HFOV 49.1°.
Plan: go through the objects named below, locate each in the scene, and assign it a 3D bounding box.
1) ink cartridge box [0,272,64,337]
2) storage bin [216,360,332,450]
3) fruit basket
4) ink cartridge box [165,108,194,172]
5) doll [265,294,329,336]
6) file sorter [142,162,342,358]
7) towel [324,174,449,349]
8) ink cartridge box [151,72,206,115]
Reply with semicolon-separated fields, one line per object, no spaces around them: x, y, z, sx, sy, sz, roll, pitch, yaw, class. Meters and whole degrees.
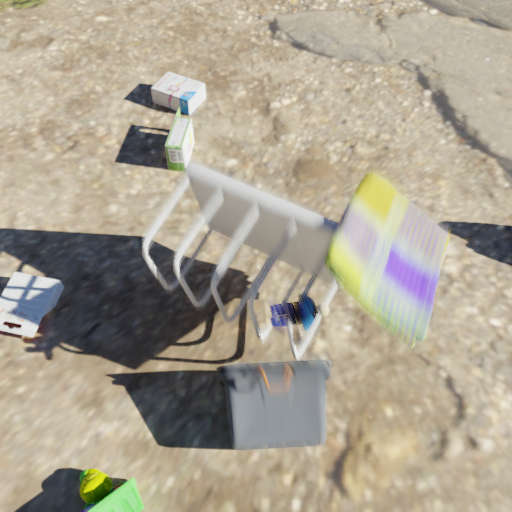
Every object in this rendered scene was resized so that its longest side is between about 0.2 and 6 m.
-4.117;0.895;10.016;0.931;0.275;1.163;11;59;8;ink cartridge box
0.303;2.242;8.360;1.737;1.264;1.167;-3;68;-2;storage bin
-2.146;3.368;7.814;1.028;0.741;1.028;5;65;-10;fruit basket
-1.651;-2.598;12.452;0.401;0.701;1.351;6;52;4;ink cartridge box
0.540;0.767;7.315;0.831;0.201;0.567;-10;63;15;doll
-0.158;0.120;8.829;2.718;1.886;1.693;25;69;19;file sorter
1.921;-0.085;7.889;1.777;0.282;2.474;42;43;-5;towel
-1.897;-3.975;13.685;1.091;0.462;0.788;22;55;18;ink cartridge box
